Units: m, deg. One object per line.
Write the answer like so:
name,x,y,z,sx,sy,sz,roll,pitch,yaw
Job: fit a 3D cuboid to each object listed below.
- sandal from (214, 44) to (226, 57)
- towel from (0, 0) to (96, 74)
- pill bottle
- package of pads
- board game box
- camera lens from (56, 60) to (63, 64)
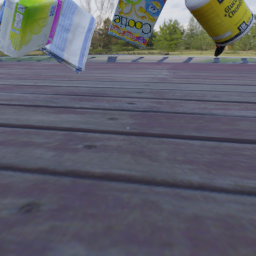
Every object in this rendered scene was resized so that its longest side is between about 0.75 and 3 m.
sandal,2.805,-2.589,8.305,0.235,1.043,0.392,9,49,-14
towel,-2.289,-3.314,8.670,0.357,2.201,2.997,-2,-20,42
pill bottle,1.243,-1.810,4.043,1.180,0.661,0.661,37,-1,-28
package of pads,-1.632,-1.788,4.766,0.426,0.966,1.250,31,34,0
board game box,0.442,-3.748,8.072,1.257,2.441,1.280,22,59,-7
camera lens,-2.478,-2.899,9.985,1.098,0.878,0.878,38,31,17
